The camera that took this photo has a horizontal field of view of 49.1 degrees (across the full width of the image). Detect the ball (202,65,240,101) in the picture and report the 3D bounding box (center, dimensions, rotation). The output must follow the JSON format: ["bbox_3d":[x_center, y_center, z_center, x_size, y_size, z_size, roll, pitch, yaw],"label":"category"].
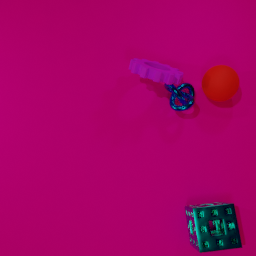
[{"bbox_3d":[2.636,-1.276,8.008,1.031,1.031,1.031,0,77,0],"label":"ball"}]

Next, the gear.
[{"bbox_3d":[0.792,-1.612,7.907,1.502,1.502,0.278,17,113,4],"label":"gear"}]

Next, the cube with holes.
[{"bbox_3d":[2.125,2.487,7.163,1.022,1.022,1.022,-6,77,-1],"label":"cube with holes"}]

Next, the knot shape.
[{"bbox_3d":[1.580,-0.947,8.103,1.010,0.499,1.079,-11,60,-37],"label":"knot shape"}]
